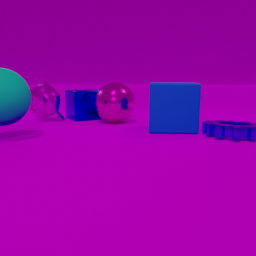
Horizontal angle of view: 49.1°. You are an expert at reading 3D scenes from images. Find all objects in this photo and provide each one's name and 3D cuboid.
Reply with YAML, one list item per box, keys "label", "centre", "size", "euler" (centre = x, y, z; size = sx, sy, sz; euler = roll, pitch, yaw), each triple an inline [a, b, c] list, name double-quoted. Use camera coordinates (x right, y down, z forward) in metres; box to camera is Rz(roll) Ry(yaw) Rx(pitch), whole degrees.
- label: "monkey head"
  centre: [-2.908, -1.002, 10.098]
  size: [1.107, 1.837, 1.321]
  euler: [-21, 5, 10]
- label: "ball"
  centre: [-0.440, -0.846, 9.465]
  size: [1.370, 1.370, 1.370]
  euler: [0, 10, 0]
- label: "gear"
  centre: [2.778, 0.023, 7.319]
  size: [1.605, 0.297, 1.605]
  euler: [1, 8, 0]
- label: "cube"
  centre: [1.292, -0.621, 8.094]
  size: [1.356, 1.356, 1.356]
  euler: [1, 10, 5]
- label: "cube"
  centre: [-1.642, -0.871, 10.396]
  size: [1.077, 1.077, 1.077]
  euler: [-6, 11, -30]
- label: "ball"
  centre: [-3.070, -0.742, 6.758]
  size: [1.393, 1.393, 1.393]
  euler: [0, 10, 0]
